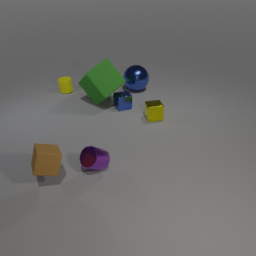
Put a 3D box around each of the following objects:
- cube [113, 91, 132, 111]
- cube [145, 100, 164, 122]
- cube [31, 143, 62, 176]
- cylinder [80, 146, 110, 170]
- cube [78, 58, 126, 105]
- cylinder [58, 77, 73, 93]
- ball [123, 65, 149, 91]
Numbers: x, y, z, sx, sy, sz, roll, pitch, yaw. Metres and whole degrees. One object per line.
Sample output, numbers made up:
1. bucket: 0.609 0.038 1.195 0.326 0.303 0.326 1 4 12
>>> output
1. cube: -0.248 -1.291 13.282 0.700 0.700 0.700 -12 31 -21
2. cube: 1.145 -0.760 12.296 0.700 0.700 0.700 -7 30 -9
3. cube: -2.363 0.911 8.086 0.700 0.700 0.700 6 17 -26
4. cylinder: -1.047 0.961 8.875 0.700 0.700 0.700 23 0 35
5. cube: -1.242 -2.160 13.226 1.400 1.400 1.400 -43 9 -24
6. cylinder: -3.349 -2.312 15.040 0.700 0.700 0.700 -3 32 2
7. ball: 0.436 -2.688 15.099 1.400 1.400 1.400 0 29 0
